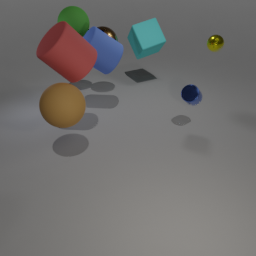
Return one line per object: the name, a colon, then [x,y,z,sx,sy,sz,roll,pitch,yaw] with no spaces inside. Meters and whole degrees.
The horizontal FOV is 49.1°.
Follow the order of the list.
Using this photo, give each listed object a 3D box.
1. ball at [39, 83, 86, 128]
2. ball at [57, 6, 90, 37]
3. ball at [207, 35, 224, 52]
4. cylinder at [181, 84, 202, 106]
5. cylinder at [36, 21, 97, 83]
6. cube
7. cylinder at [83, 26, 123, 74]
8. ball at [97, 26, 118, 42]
ball: [-2.015,-0.699,8.662,1.400,1.400,1.400,0,31,0]
ball: [-2.415,-4.665,12.448,1.400,1.400,1.400,0,31,0]
ball: [3.679,-3.563,11.786,0.700,0.700,0.700,0,31,0]
cylinder: [2.498,-1.283,10.957,0.700,0.700,0.700,17,0,26]
cylinder: [-1.953,-2.417,9.017,1.400,1.400,1.400,-24,48,30]
cube: [0.965,-4.730,14.933,1.400,1.400,1.400,-23,-3,-13]
cylinder: [-1.137,-3.105,11.305,1.400,1.400,1.400,27,19,-29]
ball: [-1.169,-3.998,13.049,1.400,1.400,1.400,0,31,0]
